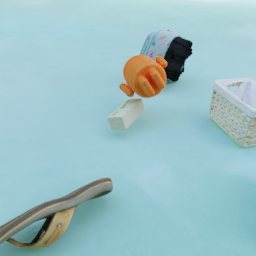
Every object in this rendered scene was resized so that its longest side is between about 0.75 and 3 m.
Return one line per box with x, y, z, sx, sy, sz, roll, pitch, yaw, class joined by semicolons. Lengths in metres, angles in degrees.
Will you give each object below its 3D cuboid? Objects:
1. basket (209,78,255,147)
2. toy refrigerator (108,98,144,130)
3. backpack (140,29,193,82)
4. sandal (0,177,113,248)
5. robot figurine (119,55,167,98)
3.142;-0.459;7.489;1.246;1.134;1.838;-6;34;-15;basket
-0.032;-0.409;7.631;0.456;0.421;1.202;-1;28;31;toy refrigerator
1.254;-2.570;9.805;1.468;1.683;1.915;31;21;19;backpack
-1.245;1.569;4.751;2.533;1.017;0.684;-18;79;-36;sandal
0.414;-1.452;7.773;1.007;1.242;1.727;10;23;-21;robot figurine
